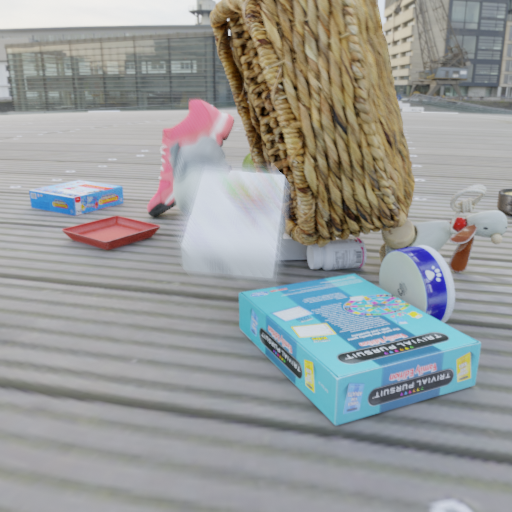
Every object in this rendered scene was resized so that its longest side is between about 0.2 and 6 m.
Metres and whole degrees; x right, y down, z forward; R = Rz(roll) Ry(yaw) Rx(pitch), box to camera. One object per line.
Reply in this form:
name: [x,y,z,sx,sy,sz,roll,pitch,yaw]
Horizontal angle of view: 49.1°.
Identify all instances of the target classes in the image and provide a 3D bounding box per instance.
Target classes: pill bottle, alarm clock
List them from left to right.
pill bottle: [1.387,-0.026,9.717,0.935,0.530,0.530,-4,19,-11]
alarm clock: [6.441,-1.309,13.495,1.173,0.579,1.739,6,21,18]

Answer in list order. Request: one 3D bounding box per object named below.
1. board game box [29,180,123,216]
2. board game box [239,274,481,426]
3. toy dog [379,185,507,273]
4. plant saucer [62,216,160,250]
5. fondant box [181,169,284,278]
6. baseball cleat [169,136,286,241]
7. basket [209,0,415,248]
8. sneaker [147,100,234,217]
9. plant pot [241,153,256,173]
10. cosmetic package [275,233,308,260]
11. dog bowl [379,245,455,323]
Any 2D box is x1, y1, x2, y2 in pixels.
board game box: [-4.545,-1.498,14.237,1.654,0.462,1.620,11,21,31]
board game box: [1.079,0.954,6.699,1.811,0.563,2.399,-8,20,-23]
toy dog: [3.021,-0.139,9.184,2.137,1.029,1.409,-23,-34,26]
plant saucer: [-2.949,-0.463,11.455,1.437,0.264,1.440,14,24,35]
fondant box: [-0.209,-0.375,5.886,0.912,0.368,1.264,6,47,4]
baseball cleat: [-0.365,-1.009,8.754,0.981,1.498,2.814,-22,-21,17]
basket: [0.620,-2.229,8.997,3.028,4.064,2.901,-8,22,24]
sneaker: [-1.818,-2.313,13.162,1.299,2.995,1.104,36,1,-7]
plant pot: [0.322,-1.945,11.788,1.032,1.032,0.980,-7,-10,-19]
cosmetic package: [0.377,-0.205,10.363,1.784,0.452,0.736,-1,19,-4]
dog bowl: [2.107,0.427,7.443,0.432,1.098,1.098,-9,20,-19]
